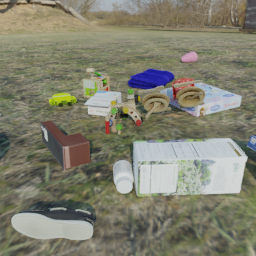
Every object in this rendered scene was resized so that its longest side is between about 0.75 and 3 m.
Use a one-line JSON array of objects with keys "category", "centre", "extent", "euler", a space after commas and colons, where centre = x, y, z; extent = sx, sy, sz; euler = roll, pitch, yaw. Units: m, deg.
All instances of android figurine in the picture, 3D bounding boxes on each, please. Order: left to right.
[{"category": "android figurine", "centre": [-3.332, -1.439, 14.249], "extent": [1.348, 0.304, 1.481], "euler": [-10, 27, -20]}]

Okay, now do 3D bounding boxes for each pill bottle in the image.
[{"category": "pill bottle", "centre": [-0.128, 1.360, 7.805], "extent": [0.549, 0.549, 0.960], "euler": [-2, 25, -4]}]

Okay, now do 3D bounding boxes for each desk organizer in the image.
[{"category": "desk organizer", "centre": [-2.165, 0.451, 9.490], "extent": [0.893, 0.832, 2.319], "euler": [-12, 27, -30]}]

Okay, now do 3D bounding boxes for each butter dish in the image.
[{"category": "butter dish", "centre": [2.408, -1.831, 12.241], "extent": [0.990, 0.731, 0.987], "euler": [-8, 64, 14]}]

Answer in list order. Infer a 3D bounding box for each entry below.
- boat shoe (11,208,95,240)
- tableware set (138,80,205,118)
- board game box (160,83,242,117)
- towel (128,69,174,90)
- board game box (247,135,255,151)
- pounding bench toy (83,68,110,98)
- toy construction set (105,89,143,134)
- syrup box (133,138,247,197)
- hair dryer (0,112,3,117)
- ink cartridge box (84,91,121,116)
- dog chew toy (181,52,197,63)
[{"category": "boat shoe", "centre": [-1.616, 2.040, 6.194], "extent": [1.771, 0.654, 0.534], "euler": [3, 25, 0]}, {"category": "tableware set", "centre": [1.863, -1.068, 11.604], "extent": [2.649, 1.751, 0.531], "euler": [-8, 59, 17]}, {"category": "board game box", "centre": [3.571, -1.515, 14.047], "extent": [2.839, 0.584, 2.832], "euler": [-13, 28, -26]}, {"category": "towel", "centre": [1.485, -3.100, 17.386], "extent": [2.136, 0.717, 2.893], "euler": [10, 27, 24]}, {"category": "board game box", "centre": [4.877, 0.982, 8.173], "extent": [1.560, 0.397, 2.305], "euler": [13, 18, -26]}, {"category": "pounding bench toy", "centre": [-1.652, -2.526, 15.035], "extent": [1.012, 1.629, 1.270], "euler": [11, 27, 23]}, {"category": "toy construction set", "centre": [-0.290, -0.764, 11.325], "extent": [1.630, 1.502, 1.955], "euler": [12, 28, 25]}, {"category": "syrup box", "centre": [1.614, 1.056, 7.751], "extent": [2.870, 1.130, 1.169], "euler": [-2, 25, -4]}, {"category": "hair dryer", "centre": [-6.966, -0.480, 12.061], "extent": [2.483, 0.675, 1.891], "euler": [10, 9, 10]}, {"category": "ink cartridge box", "centre": [-1.129, -1.096, 13.017], "extent": [1.166, 0.687, 2.026], "euler": [6, 25, 13]}, {"category": "dog chew toy", "centre": [5.065, -5.845, 23.357], "extent": [1.416, 0.882, 0.882], "euler": [-18, 29, -19]}]
